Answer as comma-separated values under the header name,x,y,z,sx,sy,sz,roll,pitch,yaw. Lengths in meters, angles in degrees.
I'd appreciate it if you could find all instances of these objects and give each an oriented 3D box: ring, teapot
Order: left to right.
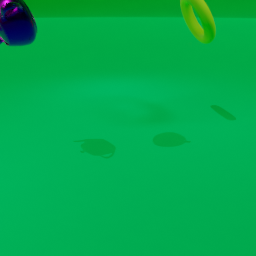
name,x,y,z,sx,sy,sz,roll,pitch,yaw
teapot,-2.102,-1.837,4.959,0.722,0.917,1.475,-36,10,-22
ring,1.781,-2.819,7.184,0.283,1.415,1.415,-30,25,4
